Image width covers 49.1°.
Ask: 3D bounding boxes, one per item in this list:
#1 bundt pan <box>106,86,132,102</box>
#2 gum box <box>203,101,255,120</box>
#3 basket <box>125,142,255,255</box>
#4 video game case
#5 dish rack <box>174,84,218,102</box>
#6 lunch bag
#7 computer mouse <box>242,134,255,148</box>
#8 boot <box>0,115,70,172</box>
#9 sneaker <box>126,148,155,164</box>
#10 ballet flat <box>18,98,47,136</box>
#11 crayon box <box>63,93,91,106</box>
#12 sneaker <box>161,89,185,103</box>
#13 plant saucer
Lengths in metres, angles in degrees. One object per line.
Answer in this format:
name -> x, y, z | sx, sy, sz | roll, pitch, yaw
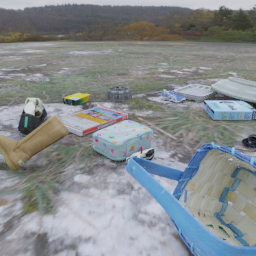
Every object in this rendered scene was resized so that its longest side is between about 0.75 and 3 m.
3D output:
bundt pan -> -0.419, -1.641, 13.217 | 1.284, 0.482, 1.284 | 1, 22, 0
gum box -> 3.973, -0.707, 10.967 | 1.677, 0.374, 1.425 | -1, 21, -1
basket -> 1.354, 1.167, 4.007 | 2.445, 1.701, 2.156 | 24, 8, -29
video game case -> -1.343, -0.304, 10.172 | 1.620, 0.198, 2.266 | 18, 28, 39
dish rack -> 3.270, -1.650, 13.327 | 1.632, 0.414, 1.902 | 20, 29, 40
lunch bag -> -0.146, 0.313, 8.020 | 1.283, 0.617, 1.600 | 18, 28, 40
computer mouse -> 4.715, 0.195, 8.309 | 2.385, 0.629, 1.652 | -16, 26, -36
boot -> -2.480, 0.225, 7.212 | 1.610, 0.532, 1.410 | -39, 56, -13
sneaker -> 0.336, 0.731, 7.348 | 0.377, 0.347, 0.942 | 17, 27, 41
ballet flat -> -3.315, -0.559, 9.892 | 0.870, 0.875, 2.560 | 1, 21, -14
crayon box -> -2.279, -1.308, 12.614 | 0.717, 0.287, 1.130 | 12, 25, 27
sneaker -> 2.031, -1.443, 12.726 | 1.203, 0.464, 0.456 | 14, 24, 29
plant saucer -> 5.187, -1.795, 12.645 | 2.737, 0.687, 2.737 | 11, 20, -4
